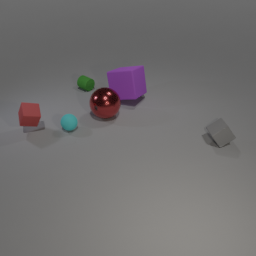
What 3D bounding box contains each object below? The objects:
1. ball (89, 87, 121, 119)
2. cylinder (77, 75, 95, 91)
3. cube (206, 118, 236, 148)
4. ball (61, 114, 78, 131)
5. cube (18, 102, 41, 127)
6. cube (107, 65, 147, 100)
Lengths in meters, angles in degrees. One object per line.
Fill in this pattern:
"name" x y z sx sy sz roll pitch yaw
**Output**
"ball" -1.020 -1.112 12.497 1.400 1.400 1.400 0 32 0
"cylinder" -2.302 -2.452 15.319 0.700 0.700 0.700 28 41 32
"cube" 3.578 0.180 10.810 0.700 0.700 0.700 -35 27 14
"ball" -2.457 -0.242 11.687 0.700 0.700 0.700 0 32 0
"cube" -3.993 -0.538 11.348 0.700 0.700 0.700 2 54 -33
"cube" -0.031 -2.245 13.879 1.400 1.400 1.400 1 21 27
